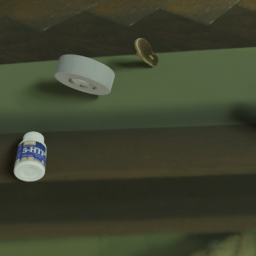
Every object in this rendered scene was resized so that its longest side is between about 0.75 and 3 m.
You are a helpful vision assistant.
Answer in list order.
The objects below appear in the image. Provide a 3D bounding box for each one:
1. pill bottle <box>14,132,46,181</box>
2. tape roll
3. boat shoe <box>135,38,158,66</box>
[{"bbox_3d":[-2.605,0.727,7.572,0.753,0.753,1.258,-7,43,-6],"label":"pill bottle"},{"bbox_3d":[-1.369,-1.650,8.936,1.821,1.821,0.602,13,81,11],"label":"tape roll"},{"bbox_3d":[0.549,-2.728,10.229,0.588,1.545,0.554,18,78,33],"label":"boat shoe"}]
